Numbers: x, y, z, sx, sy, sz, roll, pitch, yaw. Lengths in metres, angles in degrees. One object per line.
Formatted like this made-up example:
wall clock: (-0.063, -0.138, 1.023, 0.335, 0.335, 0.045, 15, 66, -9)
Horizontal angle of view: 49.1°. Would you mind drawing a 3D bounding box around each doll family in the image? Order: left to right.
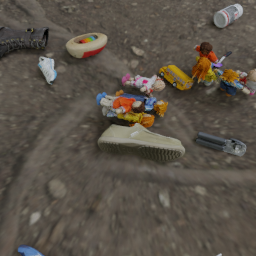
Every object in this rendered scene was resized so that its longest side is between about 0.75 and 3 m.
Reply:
doll family: (0.301, -0.705, 8.495, 1.618, 1.175, 2.606, 15, 36, 20)
doll family: (2.883, -1.586, 8.650, 2.603, 1.616, 1.173, 36, 91, 19)

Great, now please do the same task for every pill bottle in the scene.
pill bottle: (4.194, -4.698, 11.675, 1.177, 0.682, 0.682, -33, 59, -23)

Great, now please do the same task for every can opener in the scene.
can opener: (2.648, 0.422, 7.986, 1.382, 0.369, 0.462, 17, 22, 14)

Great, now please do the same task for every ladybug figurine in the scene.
ladybug figurine: (-1.480, -3.042, 10.370, 1.667, 0.600, 1.132, -27, 45, -25)

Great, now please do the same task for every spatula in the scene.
spatula: (3.514, -2.564, 10.371, 0.354, 0.129, 1.252, 38, 61, 24)

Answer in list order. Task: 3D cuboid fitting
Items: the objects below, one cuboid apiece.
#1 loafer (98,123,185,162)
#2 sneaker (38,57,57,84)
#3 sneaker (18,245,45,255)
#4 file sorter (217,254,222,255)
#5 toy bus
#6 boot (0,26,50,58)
loafer: (0.376, 0.320, 7.643, 2.365, 0.895, 0.807, 8, 59, 7)
sneaker: (-2.808, -1.982, 9.571, 0.544, 0.471, 1.256, 18, 36, -42)
sneaker: (-1.935, 2.912, 5.927, 1.187, 0.439, 0.488, 26, 58, 20)
file sorter: (1.804, 3.271, 5.427, 0.868, 0.779, 1.251, -23, 56, -17)
toy bus: (1.596, -1.721, 9.401, 0.398, 0.479, 1.223, -12, 47, -38)
boot: (-4.068, -3.165, 10.397, 2.083, 0.828, 2.393, 2, 50, 2)
